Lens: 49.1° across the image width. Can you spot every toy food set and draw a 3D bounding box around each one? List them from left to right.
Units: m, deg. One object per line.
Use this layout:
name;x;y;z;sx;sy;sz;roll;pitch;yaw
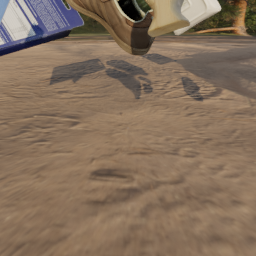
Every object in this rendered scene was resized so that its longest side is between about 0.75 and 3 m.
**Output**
toy food set;0.447;-1.789;1.877;1.298;2.042;0.322;-19;-16;28

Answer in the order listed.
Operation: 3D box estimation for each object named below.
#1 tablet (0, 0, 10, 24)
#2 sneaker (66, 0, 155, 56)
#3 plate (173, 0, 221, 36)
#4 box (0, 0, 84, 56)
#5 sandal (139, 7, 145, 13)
tablet;-2.353;-2.087;4.779;0.057;0.837;0.545;1;-21;30
sneaker;-0.308;-2.204;4.725;2.183;0.824;0.769;43;52;11
plate;1.863;-4.287;9.512;1.884;1.888;0.305;-19;28;43
box;-2.694;-2.940;7.191;2.858;1.731;0.463;-32;0;-35
sandal;-0.245;-3.140;7.251;2.766;1.040;0.662;31;26;-31
